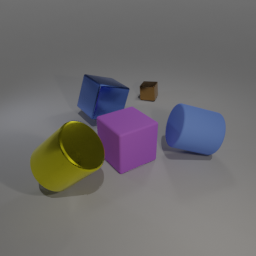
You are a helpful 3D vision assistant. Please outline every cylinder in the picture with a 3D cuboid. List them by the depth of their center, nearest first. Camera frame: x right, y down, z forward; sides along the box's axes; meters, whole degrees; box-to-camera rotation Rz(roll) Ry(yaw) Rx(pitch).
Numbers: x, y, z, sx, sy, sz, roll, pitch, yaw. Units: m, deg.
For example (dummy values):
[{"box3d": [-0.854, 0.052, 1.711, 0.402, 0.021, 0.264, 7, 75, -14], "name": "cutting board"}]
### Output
[{"box3d": [-1.557, 0.744, 7.245, 1.400, 1.400, 1.400, -35, 12, 33], "name": "cylinder"}, {"box3d": [2.101, 0.046, 8.895, 1.400, 1.400, 1.400, 12, 27, -14], "name": "cylinder"}]

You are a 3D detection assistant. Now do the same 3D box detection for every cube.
[{"box3d": [-0.036, 0.335, 8.909, 1.400, 1.400, 1.400, -19, 35, -29], "name": "cube"}, {"box3d": [-1.019, -1.226, 11.294, 1.400, 1.400, 1.400, 1, 24, -37], "name": "cube"}, {"box3d": [0.992, -1.757, 13.220, 0.700, 0.700, 0.700, 5, 30, 19], "name": "cube"}]
